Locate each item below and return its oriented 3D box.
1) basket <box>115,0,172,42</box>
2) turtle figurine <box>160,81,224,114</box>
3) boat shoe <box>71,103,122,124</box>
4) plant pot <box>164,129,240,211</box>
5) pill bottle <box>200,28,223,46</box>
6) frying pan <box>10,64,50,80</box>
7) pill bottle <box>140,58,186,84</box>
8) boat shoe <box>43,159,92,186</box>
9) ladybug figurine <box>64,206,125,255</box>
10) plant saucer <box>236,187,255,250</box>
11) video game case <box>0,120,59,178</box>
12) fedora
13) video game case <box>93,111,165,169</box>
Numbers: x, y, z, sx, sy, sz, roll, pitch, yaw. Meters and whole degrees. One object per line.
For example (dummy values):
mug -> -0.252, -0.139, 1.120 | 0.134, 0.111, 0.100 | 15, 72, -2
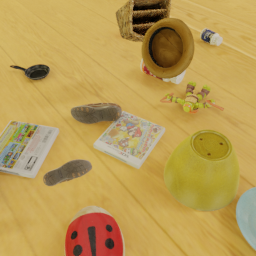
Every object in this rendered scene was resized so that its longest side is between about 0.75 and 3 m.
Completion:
basket -> 0.742, -4.350, 11.287 | 1.992, 1.422, 1.484 | -16, 4, -30
turtle figurine -> 2.957, -1.220, 12.323 | 2.719, 0.876, 2.193 | 9, 36, 26
boat shoe -> -1.322, -0.680, 11.959 | 2.229, 0.844, 0.800 | 3, 25, 9
plant pot -> 2.583, 1.156, 9.371 | 2.608, 1.851, 2.608 | 0, 47, 0
pill bottle -> 4.887, -5.298, 16.401 | 0.686, 0.686, 1.234 | -29, 52, -25
frying pan -> -5.010, -2.800, 14.249 | 2.099, 0.342, 1.270 | -6, 46, -3
pill bottle -> 1.725, -2.963, 13.855 | 2.046, 1.121, 1.121 | 28, 52, 26
boat shoe -> -1.593, 1.176, 7.515 | 1.332, 0.478, 0.505 | -17, 80, 2
ladybug figurine -> -0.957, 3.305, 7.940 | 1.731, 0.917, 2.550 | -11, 47, -10
plant saucer -> 4.549, 2.982, 8.558 | 2.563, 0.493, 2.563 | 1, 46, -1
video game case -> -4.132, 0.743, 10.880 | 2.164, 0.272, 2.378 | 9, 48, 9
fedora -> 1.497, -2.775, 9.934 | 2.139, 2.139, 0.872 | 34, 20, 28
video game case -> 0.090, 0.380, 11.226 | 2.054, 0.258, 2.257 | 23, 50, 21
